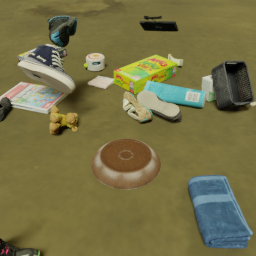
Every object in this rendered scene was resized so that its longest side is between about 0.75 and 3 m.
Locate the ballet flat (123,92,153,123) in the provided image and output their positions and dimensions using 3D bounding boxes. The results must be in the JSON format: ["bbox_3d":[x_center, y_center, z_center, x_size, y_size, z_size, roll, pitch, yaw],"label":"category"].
[{"bbox_3d":[0.188,-0.849,11.292,0.663,0.716,2.030,-31,40,-14],"label":"ballet flat"}]

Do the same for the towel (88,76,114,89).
[{"bbox_3d":[-1.271,-2.221,13.560,1.025,0.165,0.979,17,40,23],"label":"towel"}]

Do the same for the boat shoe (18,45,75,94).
[{"bbox_3d":[-2.823,-2.362,10.589,2.984,1.114,1.384,25,71,30],"label":"boat shoe"}]

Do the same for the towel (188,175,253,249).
[{"bbox_3d":[2.325,2.086,7.376,1.173,0.510,2.101,-2,36,-1],"label":"towel"}]

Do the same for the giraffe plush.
[{"bbox_3d":[-2.356,-0.264,10.413,0.992,1.056,1.224,4,0,-12],"label":"giraffe plush"}]

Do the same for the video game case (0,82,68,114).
[{"bbox_3d":[-4.172,-1.382,12.360,2.537,0.221,1.814,12,38,15],"label":"video game case"}]

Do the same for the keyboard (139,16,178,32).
[{"bbox_3d":[1.177,-4.214,11.259,1.583,1.006,0.163,12,79,28],"label":"keyboard"}]

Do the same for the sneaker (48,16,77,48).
[{"bbox_3d":[-2.485,-3.471,9.979,0.904,0.808,2.208,12,31,-2],"label":"sneaker"}]

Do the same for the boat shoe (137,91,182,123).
[{"bbox_3d":[1.243,-0.828,11.392,0.766,0.653,2.291,-48,47,-10],"label":"boat shoe"}]

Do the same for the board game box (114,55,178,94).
[{"bbox_3d":[0.895,-2.699,13.742,2.946,0.702,1.497,-29,45,-33],"label":"board game box"}]

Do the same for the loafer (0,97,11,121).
[{"bbox_3d":[-5.098,-0.864,11.270,0.494,0.491,1.357,-7,44,0],"label":"loafer"}]

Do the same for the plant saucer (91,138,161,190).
[{"bbox_3d":[-0.066,0.986,8.978,2.264,0.414,2.264,-1,37,0],"label":"plant saucer"}]

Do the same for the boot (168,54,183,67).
[{"bbox_3d":[2.594,-3.693,15.372,0.853,0.398,1.103,4,42,6],"label":"boot"}]

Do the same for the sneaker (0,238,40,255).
[{"bbox_3d":[-2.789,2.834,6.212,1.605,0.672,0.616,1,36,1],"label":"sneaker"}]

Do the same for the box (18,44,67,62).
[{"bbox_3d":[-4.832,-4.116,15.913,1.543,0.426,2.260,21,41,27],"label":"box"}]

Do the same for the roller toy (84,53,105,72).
[{"bbox_3d":[-1.707,-3.507,14.808,0.989,0.757,1.084,20,41,25],"label":"roller toy"}]

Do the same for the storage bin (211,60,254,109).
[{"bbox_3d":[4.250,-1.750,11.420,1.208,1.787,0.838,-5,-8,-23],"label":"storage bin"}]

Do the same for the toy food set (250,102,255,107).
[{"bbox_3d":[6.170,-0.782,10.966,1.604,0.891,2.727,-10,37,-13],"label":"toy food set"}]

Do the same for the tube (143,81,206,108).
[{"bbox_3d":[1.932,-1.447,12.090,2.754,0.694,1.066,13,56,20],"label":"tube"}]

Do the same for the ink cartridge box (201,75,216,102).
[{"bbox_3d":[3.918,-1.835,12.308,1.345,0.977,0.589,-18,33,-22],"label":"ink cartridge box"}]
